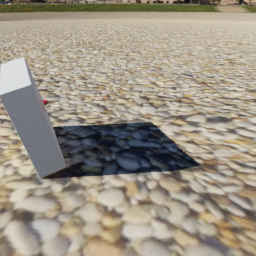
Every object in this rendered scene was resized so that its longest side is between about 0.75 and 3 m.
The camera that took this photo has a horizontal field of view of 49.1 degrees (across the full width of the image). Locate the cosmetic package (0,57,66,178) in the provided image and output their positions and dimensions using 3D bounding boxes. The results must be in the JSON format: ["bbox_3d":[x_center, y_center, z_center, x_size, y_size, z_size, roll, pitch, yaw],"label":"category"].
[{"bbox_3d":[-2.294,-0.390,6.624,0.688,2.007,2.662,-23,31,-11],"label":"cosmetic package"}]

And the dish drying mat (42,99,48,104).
[{"bbox_3d":[-3.266,-0.823,9.859,0.354,0.084,0.921,19,31,23],"label":"dish drying mat"}]
